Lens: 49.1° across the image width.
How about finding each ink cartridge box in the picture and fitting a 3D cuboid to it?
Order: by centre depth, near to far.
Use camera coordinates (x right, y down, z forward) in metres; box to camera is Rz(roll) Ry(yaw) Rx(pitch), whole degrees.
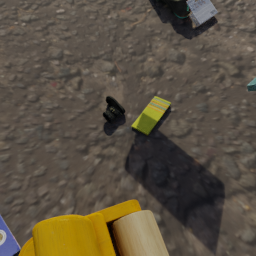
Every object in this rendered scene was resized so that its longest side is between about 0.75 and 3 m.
[{"bbox_3d":[-4.179,2.441,5.970,2.688,0.582,2.639,-37,63,-21],"label":"ink cartridge box"},{"bbox_3d":[2.755,-4.520,10.628,1.110,0.248,0.978,-38,97,-23],"label":"ink cartridge box"}]

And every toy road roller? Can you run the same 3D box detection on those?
[{"bbox_3d":[-0.610,2.340,5.134,2.773,2.024,1.704,-16,57,-11],"label":"toy road roller"}]

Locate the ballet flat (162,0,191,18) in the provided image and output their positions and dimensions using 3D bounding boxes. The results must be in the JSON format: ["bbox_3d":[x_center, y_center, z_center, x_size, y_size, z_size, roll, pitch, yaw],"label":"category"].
[{"bbox_3d":[1.658,-5.428,11.141,0.895,0.900,2.633,-29,60,-18],"label":"ballet flat"}]

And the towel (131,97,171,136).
[{"bbox_3d":[0.694,-0.376,8.176,0.576,0.121,1.339,26,60,23],"label":"towel"}]

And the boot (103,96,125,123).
[{"bbox_3d":[-0.533,-0.552,8.163,0.601,0.302,0.804,-37,64,-22],"label":"boot"}]

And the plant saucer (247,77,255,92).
[{"bbox_3d":[3.416,-1.503,6.237,0.171,0.629,1.800,45,98,0],"label":"plant saucer"}]
